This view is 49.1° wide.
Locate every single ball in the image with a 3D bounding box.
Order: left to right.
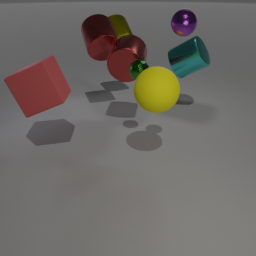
[{"bbox_3d":[0.378,-1.970,9.549,0.700,0.700,0.700,0,28,0],"label":"ball"},{"bbox_3d":[0.867,-1.157,8.529,1.400,1.400,1.400,0,28,0],"label":"ball"},{"bbox_3d":[1.514,-2.851,7.602,0.700,0.700,0.700,0,28,0],"label":"ball"}]

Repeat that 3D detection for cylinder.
[{"bbox_3d":[-1.190,-3.857,11.991,1.400,1.400,1.400,-9,60,-17],"label":"cylinder"},{"bbox_3d":[-0.501,-4.503,13.644,1.400,1.400,1.400,-12,65,-21],"label":"cylinder"},{"bbox_3d":[-0.007,-2.723,10.923,1.400,1.400,1.400,4,39,8],"label":"cylinder"},{"bbox_3d":[2.707,-3.126,12.438,1.400,1.400,1.400,-22,14,34],"label":"cylinder"}]

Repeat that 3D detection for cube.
[{"bbox_3d":[-2.922,-1.412,9.331,1.400,1.400,1.400,-21,22,8],"label":"cube"}]
